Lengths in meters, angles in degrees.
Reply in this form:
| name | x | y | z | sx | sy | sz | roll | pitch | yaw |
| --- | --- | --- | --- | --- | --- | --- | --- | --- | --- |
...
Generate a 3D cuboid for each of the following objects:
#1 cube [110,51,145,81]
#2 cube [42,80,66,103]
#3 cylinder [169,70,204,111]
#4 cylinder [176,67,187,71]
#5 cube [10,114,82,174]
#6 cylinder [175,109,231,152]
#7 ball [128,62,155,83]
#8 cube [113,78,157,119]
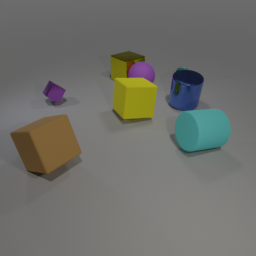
| name | x | y | z | sx | sy | sz | roll | pitch | yaw |
| --- | --- | --- | --- | --- | --- | --- | --- | --- | --- |
| cube | -0.015 | -3.360 | 15.661 | 1.400 | 1.400 | 1.400 | -24 | 39 | -34 |
| cube | -3.465 | -1.704 | 13.123 | 0.700 | 0.700 | 0.700 | 28 | 4 | -37 |
| cylinder | 2.653 | -1.740 | 12.861 | 1.400 | 1.400 | 1.400 | 1 | 40 | -1 |
| cylinder | 2.985 | -2.998 | 15.432 | 0.700 | 0.700 | 0.700 | 7 | 10 | 12 |
| cube | -2.624 | 0.489 | 9.012 | 1.400 | 1.400 | 1.400 | -3 | 22 | 45 |
| cylinder | 2.618 | 0.059 | 9.920 | 1.400 | 1.400 | 1.400 | -6 | 31 | -25 |
| ball | 0.712 | -2.731 | 14.589 | 1.400 | 1.400 | 1.400 | 0 | 32 | 0 |
| cube | 0.259 | -1.299 | 12.006 | 1.400 | 1.400 | 1.400 | -4 | 25 | -22 |
